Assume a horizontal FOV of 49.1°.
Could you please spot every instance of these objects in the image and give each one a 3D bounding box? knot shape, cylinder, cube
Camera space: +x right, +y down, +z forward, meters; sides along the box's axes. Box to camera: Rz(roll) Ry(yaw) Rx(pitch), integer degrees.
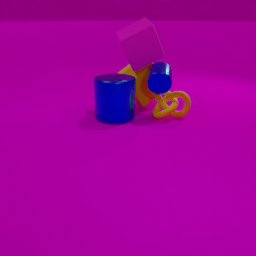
[{"bbox_3d":[1.385,-0.932,9.760,1.372,0.634,1.284,-20,58,-5],"label":"knot shape"},{"bbox_3d":[1.077,-1.692,9.441,0.819,0.819,0.819,3,39,7],"label":"cylinder"},{"bbox_3d":[0.406,-2.937,9.812,1.213,1.213,1.213,-25,33,5],"label":"cube"},{"bbox_3d":[0.563,-1.828,10.832,1.238,1.238,1.238,-36,36,2],"label":"cube"},{"bbox_3d":[-0.441,-1.028,9.481,1.394,1.394,1.394,0,22,0],"label":"cylinder"}]
